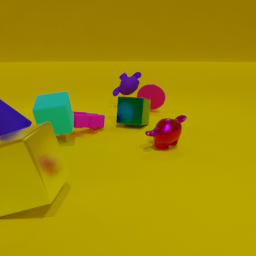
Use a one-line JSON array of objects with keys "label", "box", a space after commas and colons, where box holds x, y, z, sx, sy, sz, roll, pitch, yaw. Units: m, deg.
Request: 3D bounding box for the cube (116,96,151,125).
[{"label": "cube", "box": [0.183, -0.543, 8.902, 0.839, 0.839, 0.839, 5, 4, 20]}]

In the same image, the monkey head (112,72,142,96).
[{"label": "monkey head", "box": [-0.060, -1.982, 12.227, 1.530, 1.101, 0.922, -37, -11, 12]}]

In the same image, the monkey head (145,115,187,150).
[{"label": "monkey head", "box": [0.858, 0.059, 6.812, 1.214, 0.731, 0.873, -24, 38, -25]}]

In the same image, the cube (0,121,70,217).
[{"label": "cube", "box": [-1.587, 0.582, 4.182, 0.973, 0.973, 0.973, -16, 13, 8]}]

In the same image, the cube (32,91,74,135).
[{"label": "cube", "box": [-1.801, -0.349, 6.858, 0.781, 0.781, 0.781, -9, 33, -3]}]

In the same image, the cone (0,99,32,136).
[{"label": "cone", "box": [-3.299, -0.423, 7.110, 1.236, 1.241, 1.236, -17, 23, 7]}]

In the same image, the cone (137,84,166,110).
[{"label": "cone", "box": [0.967, -1.488, 11.121, 1.105, 1.105, 1.109, 3, 36, 10]}]

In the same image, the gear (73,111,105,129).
[{"label": "gear", "box": [-1.664, -0.291, 8.501, 1.906, 0.352, 1.906, 6, 6, -1]}]
